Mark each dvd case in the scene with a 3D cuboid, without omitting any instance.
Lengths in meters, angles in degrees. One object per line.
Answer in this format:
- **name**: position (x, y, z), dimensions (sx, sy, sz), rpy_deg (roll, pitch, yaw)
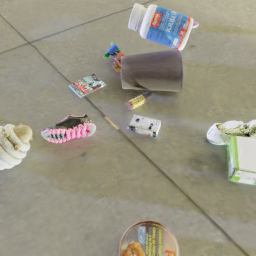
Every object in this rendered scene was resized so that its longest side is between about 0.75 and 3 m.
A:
- **dvd case**: position (-1.839, -1.934, 12.688), dimensions (1.365, 0.150, 0.997), rpy_deg (-32, 55, -25)

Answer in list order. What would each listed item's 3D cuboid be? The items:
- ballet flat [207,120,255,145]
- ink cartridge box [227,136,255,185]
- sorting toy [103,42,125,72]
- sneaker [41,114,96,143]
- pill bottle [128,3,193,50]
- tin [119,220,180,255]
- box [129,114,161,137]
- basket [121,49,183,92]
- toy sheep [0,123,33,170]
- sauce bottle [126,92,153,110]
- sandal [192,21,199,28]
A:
- **ballet flat**: position (4.314, 0.122, 10.319), dimensions (2.711, 0.941, 0.941), rpy_deg (-3, 48, -3)
- **ink cartridge box**: position (4.488, 1.165, 9.457), dimensions (2.000, 0.757, 1.478), rpy_deg (10, 48, 7)
- **sorting toy**: position (-0.613, -3.397, 13.557), dimensions (0.830, 1.215, 2.022), rpy_deg (-39, 45, 9)
- **sneaker**: position (-2.251, -0.067, 10.453), dimensions (1.985, 0.784, 0.947), rpy_deg (-9, 56, -24)
- **pill bottle**: position (1.275, -4.119, 11.263), dimensions (2.383, 1.337, 1.337), rpy_deg (18, 49, -1)
- **tin**: position (0.542, 3.839, 7.170), dimensions (1.602, 0.599, 2.861), rpy_deg (0, 48, 6)
- **box**: position (0.662, -0.092, 10.879), dimensions (1.110, 0.334, 0.647), rpy_deg (15, 50, 13)
- **basket**: position (0.988, -2.454, 12.182), dimensions (2.515, 1.710, 2.267), rpy_deg (-3, 39, 3)
- **toy sheep**: position (-4.175, 0.692, 9.372), dimensions (2.268, 1.564, 1.564), rpy_deg (-35, 54, -2)
- **sauce bottle**: position (0.508, -1.179, 11.834), dimensions (1.226, 0.405, 0.405), rpy_deg (-32, 55, -26)
- **sandal**: position (2.996, -6.315, 16.392), dimensions (2.294, 0.564, 0.933), rpy_deg (13, 49, 11)
